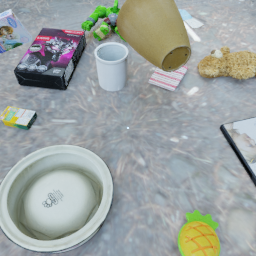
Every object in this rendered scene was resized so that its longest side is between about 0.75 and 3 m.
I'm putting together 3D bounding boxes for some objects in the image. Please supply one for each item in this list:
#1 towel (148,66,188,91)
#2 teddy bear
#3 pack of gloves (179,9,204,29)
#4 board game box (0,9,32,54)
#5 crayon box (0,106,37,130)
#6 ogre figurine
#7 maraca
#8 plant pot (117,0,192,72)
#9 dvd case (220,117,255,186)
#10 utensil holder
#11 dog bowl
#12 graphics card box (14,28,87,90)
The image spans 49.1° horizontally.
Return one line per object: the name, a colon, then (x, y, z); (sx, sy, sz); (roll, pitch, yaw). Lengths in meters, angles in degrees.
towel: (1.536, -1.987, 10.566); (1.066, 0.218, 1.457); (22, 56, 17)
teddy bear: (4.095, -2.480, 10.486); (2.844, 0.949, 2.062); (10, 49, 8)
pack of gloves: (2.404, -5.167, 13.090); (1.543, 0.363, 1.837); (-24, 55, -17)
board game box: (-3.856, -2.990, 8.798); (1.196, 1.199, 0.247); (-21, 64, 5)
crayon box: (-3.581, -0.330, 9.131); (1.019, 0.263, 0.640); (12, 51, 9)
ogre figurine: (-0.581, -4.569, 12.053); (2.522, 1.237, 1.512); (0, 61, 15)
maraca: (1.657, 2.523, 6.463); (0.971, 0.758, 1.417); (20, 41, 7)
plant pot: (0.877, -2.561, 7.850); (1.836, 1.836, 1.970); (-18, 60, -14)
dvd case: (4.162, 0.723, 8.276); (1.879, 0.231, 2.634); (-12, 52, -10)
utensil holder: (-0.555, -2.149, 9.939); (1.142, 1.344, 1.142); (0, 51, 0)
dog bowl: (-1.685, 1.771, 6.908); (2.733, 1.008, 2.733); (0, 51, 0)
graphics card box: (-2.888, -2.760, 10.834); (1.855, 0.752, 2.957); (8, 52, 6)
